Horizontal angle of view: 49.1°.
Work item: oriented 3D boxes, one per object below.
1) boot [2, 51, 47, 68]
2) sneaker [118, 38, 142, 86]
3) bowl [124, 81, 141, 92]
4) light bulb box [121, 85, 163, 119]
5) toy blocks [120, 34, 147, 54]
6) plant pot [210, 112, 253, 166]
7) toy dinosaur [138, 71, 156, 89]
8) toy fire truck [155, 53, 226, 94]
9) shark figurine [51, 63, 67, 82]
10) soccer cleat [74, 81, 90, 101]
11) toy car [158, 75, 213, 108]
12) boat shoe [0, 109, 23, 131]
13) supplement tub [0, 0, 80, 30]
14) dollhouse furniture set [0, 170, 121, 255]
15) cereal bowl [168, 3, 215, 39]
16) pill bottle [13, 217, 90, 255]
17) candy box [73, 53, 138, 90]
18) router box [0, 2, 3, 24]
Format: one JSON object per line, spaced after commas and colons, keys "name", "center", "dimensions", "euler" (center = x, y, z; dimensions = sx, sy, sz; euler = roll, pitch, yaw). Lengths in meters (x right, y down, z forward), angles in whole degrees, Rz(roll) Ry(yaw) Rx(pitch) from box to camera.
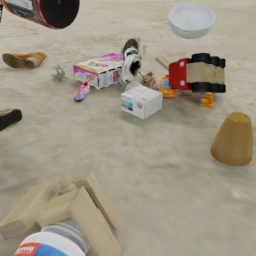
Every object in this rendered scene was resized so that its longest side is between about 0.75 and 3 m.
{"name": "boot", "center": [-5.015, -3.459, 13.698], "dimensions": [1.815, 0.696, 1.409], "euler": [6, 32, 11]}
{"name": "sneaker", "center": [0.261, -2.793, 11.460], "dimensions": [0.784, 2.116, 0.936], "euler": [21, -21, -35]}
{"name": "bowl", "center": [0.261, -1.592, 10.977], "dimensions": [0.809, 0.363, 0.809], "euler": [0, 31, 0]}
{"name": "light bulb box", "center": [0.469, -0.901, 9.569], "dimensions": [1.023, 0.644, 1.032], "euler": [26, 41, 35]}
{"name": "toy blocks", "center": [0.305, -4.470, 15.096], "dimensions": [1.135, 0.956, 1.061], "euler": [19, 37, 28]}
{"name": "plant pot", "center": [2.774, 0.215, 7.282], "dimensions": [1.076, 1.154, 1.076], "euler": [-1, 32, 1]}
{"name": "toy dinosaur", "center": [0.887, -1.985, 11.536], "dimensions": [0.790, 0.500, 1.166], "euler": [-8, 38, -28]}
{"name": "toy fire truck", "center": [2.062, -2.100, 10.476], "dimensions": [2.656, 1.709, 2.338], "euler": [1, 5, 38]}
{"name": "shark figurine", "center": [-2.858, -2.195, 11.775], "dimensions": [0.727, 1.217, 0.508], "euler": [23, 70, -15]}
{"name": "soccer cleat", "center": [-1.758, -1.381, 10.569], "dimensions": [0.392, 0.421, 1.149], "euler": [8, 32, 12]}
{"name": "toy car", "center": [2.148, -1.486, 10.419], "dimensions": [2.311, 0.769, 1.133], "euler": [15, 35, 24]}
{"name": "boat shoe", "center": [-4.022, -0.235, 8.660], "dimensions": [0.551, 0.564, 1.491], "euler": [15, 26, 32]}
{"name": "supplement tub", "center": [-2.587, -3.622, 7.616], "dimensions": [2.564, 1.371, 1.371], "euler": [30, 42, 32]}
{"name": "dollhouse furniture set", "center": [-1.162, 1.854, 5.303], "dimensions": [1.749, 1.425, 1.664], "euler": [-24, 15, 17]}
{"name": "cereal bowl", "center": [2.226, -3.706, 9.968], "dimensions": [1.611, 0.671, 1.611], "euler": [-2, 55, 3]}
{"name": "pill bottle", "center": [-1.253, 2.252, 3.971], "dimensions": [1.149, 1.149, 2.047], "euler": [7, 32, 12]}
{"name": "candy box", "center": [-0.930, -2.526, 12.135], "dimensions": [1.632, 0.730, 2.393], "euler": [26, 40, 35]}
{"name": "router box", "center": [-4.369, -3.787, 7.964], "dimensions": [0.483, 1.412, 1.893], "euler": [25, 22, 11]}
